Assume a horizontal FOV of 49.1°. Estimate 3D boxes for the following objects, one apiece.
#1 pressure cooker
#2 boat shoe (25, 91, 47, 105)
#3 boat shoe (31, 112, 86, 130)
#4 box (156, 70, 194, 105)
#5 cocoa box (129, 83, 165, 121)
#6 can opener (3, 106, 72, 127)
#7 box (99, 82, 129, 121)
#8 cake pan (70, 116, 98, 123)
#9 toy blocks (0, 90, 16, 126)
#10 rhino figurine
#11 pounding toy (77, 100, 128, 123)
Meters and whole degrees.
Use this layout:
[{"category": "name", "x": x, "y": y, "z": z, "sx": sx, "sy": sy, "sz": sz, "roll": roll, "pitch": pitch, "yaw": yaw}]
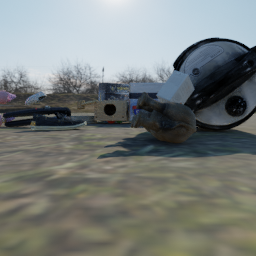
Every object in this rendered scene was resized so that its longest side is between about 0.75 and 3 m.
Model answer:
[{"category": "pressure cooker", "x": 2.429, "y": -1.176, "z": 7.867, "sx": 2.539, "sy": 2.499, "sz": 2.842, "roll": 13, "pitch": 6, "yaw": 6}, {"category": "boat shoe", "x": -3.466, "y": -1.072, "z": 10.574, "sx": 0.285, "sy": 0.312, "sz": 0.868, "roll": 38, "pitch": 50, "yaw": 17}, {"category": "boat shoe", "x": -1.958, "y": -0.196, "z": 8.042, "sx": 1.610, "sy": 0.501, "sz": 0.601, "roll": 0, "pitch": 2, "yaw": -28}, {"category": "box", "x": 1.116, "y": -0.838, "z": 6.535, "sx": 0.407, "sy": 0.766, "sz": 0.583, "roll": 30, "pitch": -11, "yaw": 38}, {"category": "cocoa box", "x": 1.327, "y": -1.073, "z": 12.295, "sx": 2.482, "sy": 1.629, "sz": 1.655, "roll": 1, "pitch": 0, "yaw": 8}, {"category": "can opener", "x": -2.986, "y": -0.385, "z": 9.320, "sx": 2.218, "sy": 0.703, "sz": 0.872, "roll": 0, "pitch": 5, "yaw": -9}, {"category": "box", "x": -0.357, "y": -1.302, "z": 14.269, "sx": 2.392, "sy": 1.895, "sz": 0.578, "roll": -4, "pitch": 5, "yaw": -37}, {"category": "cake pan", "x": -2.142, "y": -0.379, "z": 12.303, "sx": 1.668, "sy": 0.306, "sz": 1.668, "roll": 0, "pitch": 3, "yaw": 0}, {"category": "toy blocks", "x": -4.890, "y": -1.187, "z": 10.073, "sx": 1.843, "sy": 2.189, "sz": 2.046, "roll": -11, "pitch": 10, "yaw": -41}, {"category": "rhino figurine", "x": 0.627, "y": -0.160, "z": 5.447, "sx": 1.057, "sy": 0.722, "sz": 2.416, "roll": 18, "pitch": 2, "yaw": -2}, {"category": "pounding toy", "x": -1.105, "y": -0.672, "z": 11.724, "sx": 2.086, "sy": 0.954, "sz": 1.833, "roll": 0, "pitch": 4, "yaw": 5}]
